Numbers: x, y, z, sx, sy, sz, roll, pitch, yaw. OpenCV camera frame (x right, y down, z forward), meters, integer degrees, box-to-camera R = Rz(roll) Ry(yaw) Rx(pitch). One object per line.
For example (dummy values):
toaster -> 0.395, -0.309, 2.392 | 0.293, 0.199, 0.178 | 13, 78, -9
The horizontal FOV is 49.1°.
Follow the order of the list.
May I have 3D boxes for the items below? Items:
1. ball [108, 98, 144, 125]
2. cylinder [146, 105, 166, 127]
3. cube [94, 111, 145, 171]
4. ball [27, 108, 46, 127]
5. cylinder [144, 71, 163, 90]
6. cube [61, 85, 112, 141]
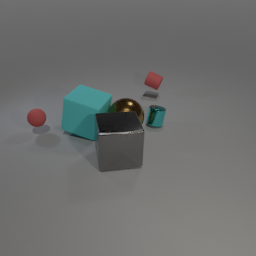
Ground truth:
ball -> -0.075, -0.451, 10.750 | 1.400, 1.400, 1.400 | 0, 29, 0
cylinder -> 1.135, -0.495, 11.353 | 0.700, 0.700, 0.700 | 9, 21, -3
cube -> -0.321, 0.393, 9.140 | 1.400, 1.400, 1.400 | -4, 30, -10
ball -> -3.440, -0.386, 10.559 | 0.700, 0.700, 0.700 | 0, 29, 0
cylinder -> 1.238, -2.284, 13.497 | 0.700, 0.700, 0.700 | 26, 34, 6
cube -> -1.568, -0.616, 10.720 | 1.400, 1.400, 1.400 | 18, 33, 9
